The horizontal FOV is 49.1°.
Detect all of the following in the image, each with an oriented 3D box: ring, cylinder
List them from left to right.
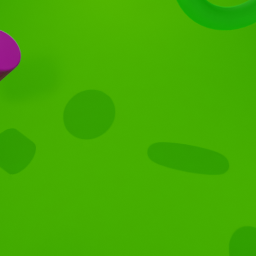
[{"bbox_3d":[-2.658,-1.359,5.455,0.834,0.834,0.834,17,65,-42],"label":"cylinder"},{"bbox_3d":[1.668,-2.515,4.435,1.963,1.963,0.393,10,44,5],"label":"ring"}]
